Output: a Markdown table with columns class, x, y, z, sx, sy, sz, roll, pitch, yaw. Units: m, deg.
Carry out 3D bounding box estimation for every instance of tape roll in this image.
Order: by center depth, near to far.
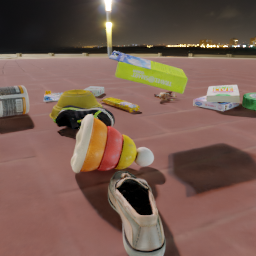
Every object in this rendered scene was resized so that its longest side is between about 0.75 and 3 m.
| class | x | y | z | sx | sy | sz | roll | pitch | yaw |
| --- | --- | --- | --- | --- | --- | --- | --- | --- | --- |
| tape roll | 7.073 | -1.325 | 14.225 | 2.349 | 0.565 | 2.349 | 0 | 19 | 0 |

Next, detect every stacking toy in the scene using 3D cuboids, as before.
| class | x | y | z | sx | sy | sz | roll | pitch | yaw |
| --- | --- | --- | --- | --- | --- | --- | --- | --- | --- |
| stacking toy | -0.339 | 0.624 | 7.574 | 2.165 | 1.582 | 1.582 | 15 | 15 | -14 |

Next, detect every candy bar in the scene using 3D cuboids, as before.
| class | x | y | z | sx | sy | sz | roll | pitch | yaw |
| --- | --- | --- | --- | --- | --- | --- | --- | --- | --- |
| candy bar | -0.456 | -1.243 | 14.367 | 0.704 | 0.313 | 2.824 | -17 | 25 | -33 |

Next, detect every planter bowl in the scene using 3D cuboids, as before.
| class | x | y | z | sx | sy | sz | roll | pitch | yaw |
| --- | --- | --- | --- | --- | --- | --- | --- | --- | --- |
| planter bowl | -2.322 | -1.152 | 12.875 | 2.599 | 1.083 | 2.599 | 0 | 19 | 0 |

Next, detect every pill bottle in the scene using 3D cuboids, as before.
| class | x | y | z | sx | sy | sz | roll | pitch | yaw |
| --- | --- | --- | --- | --- | --- | --- | --- | --- | --- |
| pill bottle | -5.678 | -1.150 | 12.418 | 2.283 | 1.329 | 1.329 | -10 | 21 | -30 |

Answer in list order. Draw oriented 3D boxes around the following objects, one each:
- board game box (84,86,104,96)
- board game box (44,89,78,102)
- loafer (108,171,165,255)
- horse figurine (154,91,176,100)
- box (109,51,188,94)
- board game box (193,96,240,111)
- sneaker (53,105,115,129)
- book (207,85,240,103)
| class | x | y | z | sx | sy | sz | roll | pitch | yaw |
| --- | --- | --- | --- | --- | --- | --- | --- | --- | --- |
| board game box | -2.114 | -2.298 | 17.453 | 0.931 | 0.406 | 1.262 | 4 | 17 | 14 |
| board game box | -3.897 | -1.957 | 16.618 | 2.106 | 0.272 | 2.106 | -5 | 18 | -13 |
| loafer | 0.149 | 1.377 | 5.522 | 0.945 | 0.826 | 2.628 | -4 | 18 | -11 |
| horse figurine | 2.178 | -1.854 | 16.050 | 1.131 | 0.426 | 1.707 | 5 | 19 | 15 |
| box | 0.706 | -2.144 | 10.599 | 2.865 | 0.683 | 1.747 | 14 | 23 | -3 |
| board game box | 4.598 | -1.335 | 14.573 | 1.716 | 0.354 | 1.720 | 17 | 25 | 42 |
| sneaker | -1.723 | -0.207 | 10.756 | 2.516 | 0.902 | 1.042 | 6 | 38 | 24 |
| book | 4.927 | -1.756 | 14.595 | 1.536 | 0.552 | 2.299 | 3 | 20 | 17 |
